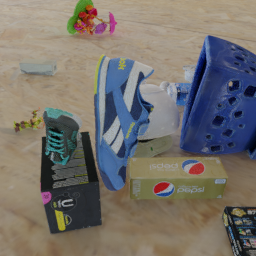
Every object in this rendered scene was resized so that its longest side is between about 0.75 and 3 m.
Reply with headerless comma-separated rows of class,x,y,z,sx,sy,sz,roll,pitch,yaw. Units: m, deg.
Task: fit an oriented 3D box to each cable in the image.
cable,3.185,-2.328,12.248,1.411,0.489,1.411,-7,35,-13

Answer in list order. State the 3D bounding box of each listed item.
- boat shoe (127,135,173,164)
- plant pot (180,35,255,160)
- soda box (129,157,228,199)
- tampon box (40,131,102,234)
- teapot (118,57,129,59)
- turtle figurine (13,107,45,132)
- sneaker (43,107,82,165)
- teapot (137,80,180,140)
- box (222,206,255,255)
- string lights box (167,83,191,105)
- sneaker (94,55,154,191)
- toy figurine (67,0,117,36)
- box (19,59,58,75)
boat shoe,0.405,0.571,7.994,1.727,0.620,0.584,-17,16,-19
plant pot,3.107,-0.851,8.189,2.489,2.768,2.768,14,36,6
soda box,1.159,1.211,6.818,2.245,0.719,0.760,0,34,-1
tampon box,-1.288,1.155,6.312,1.141,1.355,1.807,-7,35,-10
teapot,-0.262,-2.509,12.275,1.113,0.813,1.099,38,72,13
turtle figurine,-3.187,-0.200,9.178,1.026,0.410,1.272,-16,42,-11
sneaker,-1.205,0.219,5.069,0.656,1.691,0.771,13,68,4
teapot,0.440,-0.611,8.193,2.156,1.595,2.184,-9,11,-3
box,2.915,2.218,5.621,1.681,0.387,1.336,0,34,1
string lights box,2.418,-1.300,10.674,1.813,0.535,0.932,2,34,3
sneaker,-0.059,-0.010,5.231,1.077,2.618,0.968,1,17,-1
toy figurine,-2.055,-6.685,17.809,2.568,2.094,2.790,27,64,20
box,-4.119,-2.821,12.917,1.577,0.539,0.648,5,34,8
